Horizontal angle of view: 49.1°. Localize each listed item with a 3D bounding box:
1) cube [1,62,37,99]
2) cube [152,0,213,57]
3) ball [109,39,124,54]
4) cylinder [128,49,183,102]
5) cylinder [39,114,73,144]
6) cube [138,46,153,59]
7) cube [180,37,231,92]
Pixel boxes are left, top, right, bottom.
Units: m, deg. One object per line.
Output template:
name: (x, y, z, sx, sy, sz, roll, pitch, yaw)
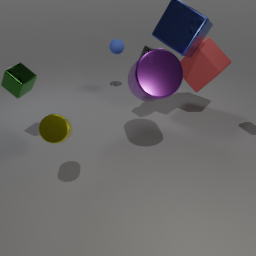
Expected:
cube: (-3.466, -1.510, 8.912, 0.700, 0.700, 0.700, 39, 43, -2)
cube: (1.944, -3.493, 9.919, 1.400, 1.400, 1.400, 38, 23, 13)
ball: (-0.525, -3.845, 13.244, 0.700, 0.700, 0.700, 0, 31, 0)
cylinder: (0.781, -1.544, 8.500, 1.400, 1.400, 1.400, -5, 3, -9)
cylinder: (-1.758, 0.024, 6.894, 0.700, 0.700, 0.700, -2, -1, -3)
cube: (0.875, -2.431, 10.091, 0.700, 0.700, 0.700, 2, 34, -48)
cube: (3.060, -2.583, 11.458, 1.400, 1.400, 1.400, 49, 45, 2)
